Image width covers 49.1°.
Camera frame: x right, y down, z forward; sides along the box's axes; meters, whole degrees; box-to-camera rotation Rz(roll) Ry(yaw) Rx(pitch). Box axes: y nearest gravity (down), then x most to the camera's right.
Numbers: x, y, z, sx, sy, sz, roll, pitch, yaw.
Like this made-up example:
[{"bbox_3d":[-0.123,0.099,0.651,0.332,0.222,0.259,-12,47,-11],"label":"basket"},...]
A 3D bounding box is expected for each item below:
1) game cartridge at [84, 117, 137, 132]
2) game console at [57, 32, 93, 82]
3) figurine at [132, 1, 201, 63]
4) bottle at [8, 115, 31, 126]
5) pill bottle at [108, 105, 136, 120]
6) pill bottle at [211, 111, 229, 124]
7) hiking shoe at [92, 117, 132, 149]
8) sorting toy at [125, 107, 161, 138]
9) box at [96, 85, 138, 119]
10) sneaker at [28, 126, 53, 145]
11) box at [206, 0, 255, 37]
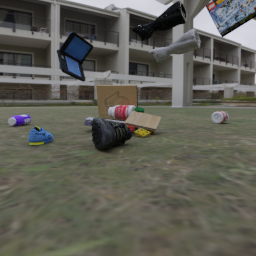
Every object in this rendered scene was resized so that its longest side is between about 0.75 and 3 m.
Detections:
[{"bbox_3d":[-0.632,-0.121,10.677,1.926,0.370,1.249,8,1,-1],"label":"game cartridge"},{"bbox_3d":[-1.478,-2.082,8.359,0.701,1.012,1.186,-21,-15,21],"label":"game console"},{"bbox_3d":[1.525,-3.529,10.927,2.059,0.908,2.110,-16,-42,30],"label":"figurine"},{"bbox_3d":[-5.020,-0.350,12.921,0.597,0.467,1.429,-4,6,5],"label":"bottle"},{"bbox_3d":[-0.330,-0.884,16.294,1.548,0.869,0.869,3,6,27],"label":"pill bottle"},{"bbox_3d":[4.684,-0.537,14.139,0.600,0.600,1.070,4,7,38],"label":"pill bottle"},{"bbox_3d":[-0.380,0.073,7.126,1.032,0.777,2.051,-4,6,-10],"label":"hiking shoe"},{"bbox_3d":[0.512,-0.106,9.860,1.101,0.386,2.283,12,26,12],"label":"sorting toy"},{"bbox_3d":[-0.634,-1.542,16.899,2.547,2.082,0.271,3,15,18],"label":"box"},{"bbox_3d":[-2.385,0.166,7.772,0.412,0.490,1.249,-2,4,4],"label":"sneaker"},{"bbox_3d":[3.239,-3.584,8.139,1.652,1.131,0.329,-28,-23,28],"label":"box"}]
